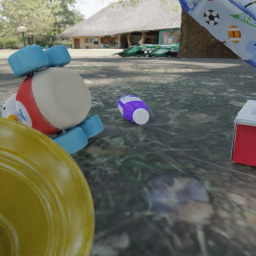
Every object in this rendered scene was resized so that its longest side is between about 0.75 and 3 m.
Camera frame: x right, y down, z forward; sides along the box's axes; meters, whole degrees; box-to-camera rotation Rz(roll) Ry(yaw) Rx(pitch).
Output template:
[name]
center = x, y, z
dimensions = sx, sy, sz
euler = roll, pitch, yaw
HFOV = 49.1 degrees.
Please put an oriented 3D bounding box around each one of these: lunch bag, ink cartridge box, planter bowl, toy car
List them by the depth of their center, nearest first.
[planter bowl]
center = -1.481, 0.896, 2.326
dimensions = 2.244, 0.935, 2.244
euler = 16, 37, -12
[ink cartridge box]
center = 3.167, 0.241, 4.957
dimensions = 2.360, 0.990, 2.072
euler = 10, 19, 29
[lunch bag]
center = 2.503, -2.572, 5.620
dimensions = 2.146, 2.678, 1.012
euler = -51, 2, -25
[toy car]
center = -2.083, -0.348, 6.087
dimensions = 2.273, 2.095, 2.011
euler = -22, 10, 19

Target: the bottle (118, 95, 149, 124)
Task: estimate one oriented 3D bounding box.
[bottle]
center = 0.187, -0.541, 8.266
dimensions = 0.746, 0.583, 1.786
euler = -6, 18, -11
